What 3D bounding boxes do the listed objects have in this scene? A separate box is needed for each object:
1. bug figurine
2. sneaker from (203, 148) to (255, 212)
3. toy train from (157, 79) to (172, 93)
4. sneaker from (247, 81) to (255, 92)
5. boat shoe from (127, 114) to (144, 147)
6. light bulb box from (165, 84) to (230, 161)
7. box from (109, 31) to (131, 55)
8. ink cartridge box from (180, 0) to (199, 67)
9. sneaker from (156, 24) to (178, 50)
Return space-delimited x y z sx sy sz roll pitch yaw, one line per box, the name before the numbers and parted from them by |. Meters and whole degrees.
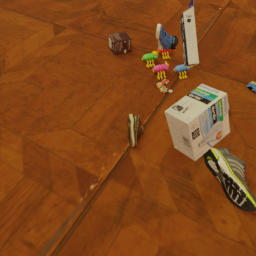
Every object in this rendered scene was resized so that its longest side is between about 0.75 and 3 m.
bug figurine | 1.900 -3.413 14.147 2.022 0.671 2.608 -19 52 -16
sneaker | 3.704 1.611 9.623 1.060 0.967 2.618 -13 52 -15
toy train | 1.731 -2.028 13.218 0.682 0.253 0.908 -12 50 -10
sneaker | 6.018 -1.729 12.929 0.427 0.359 1.088 -43 60 -15
boat shoe | 0.329 0.045 11.196 0.609 0.608 1.647 2 48 -6
light bulb box | 1.778 -0.152 7.027 1.333 1.321 0.832 -36 41 -17
box | -0.435 -4.561 15.040 1.001 0.831 0.822 -17 51 -15
ink cartridge box | 2.182 -3.382 10.085 0.439 2.239 1.113 -6 8 6
sneaker | 1.366 -3.087 9.564 0.714 1.284 0.493 8 73 15
